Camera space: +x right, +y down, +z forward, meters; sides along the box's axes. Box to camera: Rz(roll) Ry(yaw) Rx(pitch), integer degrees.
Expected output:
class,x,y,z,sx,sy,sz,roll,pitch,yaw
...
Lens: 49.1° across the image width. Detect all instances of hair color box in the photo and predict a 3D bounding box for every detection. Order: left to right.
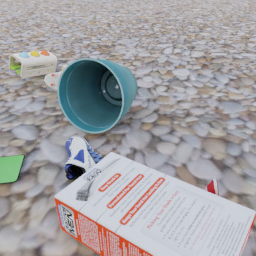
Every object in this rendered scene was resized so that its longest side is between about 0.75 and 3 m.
class,x,y,z,sx,sy,sz,roll,pitch,yaw
hair color box,0.371,1.522,4.575,2.803,0.896,1.554,20,36,29

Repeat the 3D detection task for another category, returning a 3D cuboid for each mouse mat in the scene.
class,x,y,z,sx,sy,sz,roll,pitch,yaw
mouse mat,-2.962,0.951,6.265,1.165,0.044,0.937,-6,35,-3

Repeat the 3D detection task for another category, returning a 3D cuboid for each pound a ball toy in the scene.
class,x,y,z,sx,sy,sz,roll,pitch,yaw
pound a ball toy,-3.201,-2.372,10.346,1.226,0.799,1.881,33,33,22

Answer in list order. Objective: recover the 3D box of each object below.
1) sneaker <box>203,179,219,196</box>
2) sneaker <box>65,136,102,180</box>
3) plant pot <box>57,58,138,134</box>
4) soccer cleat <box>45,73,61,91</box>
class,x,y,z,sx,sy,sz,roll,pitch,yaw
sneaker,1.364,1.163,5.000,0.449,0.799,0.285,1,48,11
sneaker,-1.155,0.694,6.243,0.780,0.545,1.350,-22,39,-34
plant pot,-0.645,-1.029,7.796,1.914,1.914,1.798,13,22,19
soccer cleat,-1.839,-1.410,9.176,1.750,0.606,0.679,5,-4,-21
